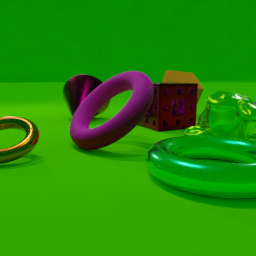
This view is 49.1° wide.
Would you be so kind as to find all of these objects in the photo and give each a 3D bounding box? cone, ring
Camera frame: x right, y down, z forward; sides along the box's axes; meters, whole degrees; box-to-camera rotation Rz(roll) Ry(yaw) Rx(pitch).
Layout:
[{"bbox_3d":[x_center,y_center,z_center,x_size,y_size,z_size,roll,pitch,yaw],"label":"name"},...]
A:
[{"bbox_3d":[-1.437,-0.576,8.653,1.600,1.600,1.606,1,36,5],"label":"cone"},{"bbox_3d":[-0.360,-0.392,5.585,1.964,0.393,1.964,-28,34,21],"label":"ring"},{"bbox_3d":[1.227,0.458,3.936,1.961,0.392,1.961,0,10,0],"label":"ring"},{"bbox_3d":[-2.062,0.175,4.676,1.131,0.226,1.131,1,37,-1],"label":"ring"}]

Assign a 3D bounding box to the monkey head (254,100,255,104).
[{"bbox_3d":[3.967,-0.777,7.941,1.818,1.308,1.095,-24,-14,-25],"label":"monkey head"}]

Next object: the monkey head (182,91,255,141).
[{"bbox_3d":[1.950,-0.058,5.164,1.750,1.055,1.259,5,20,-16],"label":"monkey head"}]

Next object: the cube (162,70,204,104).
[{"bbox_3d":[1.847,-1.280,10.008,1.091,1.091,1.091,2,40,-17],"label":"cube"}]

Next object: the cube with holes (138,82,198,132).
[{"bbox_3d":[1.044,-0.638,7.756,1.208,1.208,1.208,-5,12,-25],"label":"cube with holes"}]
